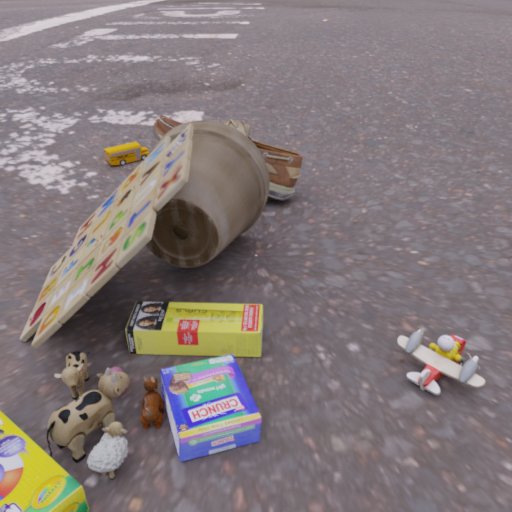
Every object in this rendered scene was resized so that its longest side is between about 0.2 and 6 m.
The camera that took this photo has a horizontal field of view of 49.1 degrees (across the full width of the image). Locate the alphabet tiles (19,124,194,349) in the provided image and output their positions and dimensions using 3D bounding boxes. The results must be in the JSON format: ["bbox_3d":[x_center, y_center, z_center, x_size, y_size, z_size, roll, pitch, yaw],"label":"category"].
[{"bbox_3d":[-2.295,-0.366,8.648,0.122,3.841,3.196,38,25,-26],"label":"alphabet tiles"}]

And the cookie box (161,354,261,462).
[{"bbox_3d":[-0.613,1.919,7.243,1.048,0.460,1.225,-9,34,-17],"label":"cookie box"}]

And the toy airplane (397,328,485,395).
[{"bbox_3d":[2.553,1.430,7.802,1.007,0.710,1.002,1,33,0],"label":"toy airplane"}]

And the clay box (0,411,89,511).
[{"bbox_3d":[-2.818,2.614,6.085,2.149,0.511,1.235,22,39,32],"label":"clay box"}]

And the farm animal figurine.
[{"bbox_3d":[-2.038,1.803,7.069,1.621,0.845,1.604,13,34,20],"label":"farm animal figurine"}]

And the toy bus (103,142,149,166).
[{"bbox_3d":[-3.362,-2.663,14.592,1.130,0.442,0.368,-21,38,-30],"label":"toy bus"}]

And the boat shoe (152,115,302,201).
[{"bbox_3d":[-0.560,-2.420,12.375,3.429,1.231,1.298,21,21,-12],"label":"boat shoe"}]

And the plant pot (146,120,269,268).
[{"bbox_3d":[-1.092,-0.919,10.056,2.392,2.392,2.075,6,36,9],"label":"plant pot"}]

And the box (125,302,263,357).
[{"bbox_3d":[-0.900,1.107,8.505,1.993,0.499,0.750,2,32,3],"label":"box"}]
